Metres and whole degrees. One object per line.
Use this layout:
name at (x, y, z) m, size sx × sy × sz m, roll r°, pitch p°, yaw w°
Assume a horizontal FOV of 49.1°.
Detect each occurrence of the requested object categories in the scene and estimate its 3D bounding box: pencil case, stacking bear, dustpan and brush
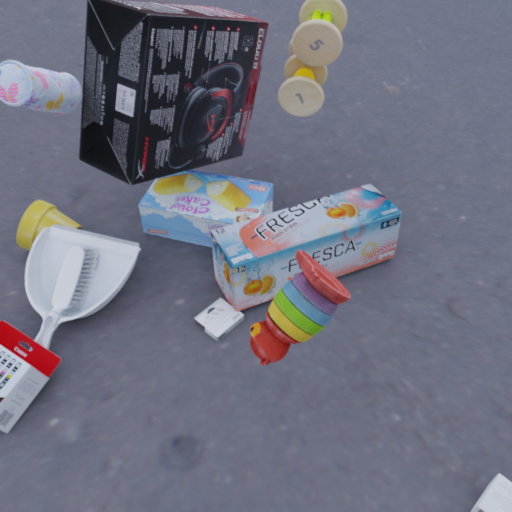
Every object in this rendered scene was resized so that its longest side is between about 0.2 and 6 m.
pencil case at (-3.401, -2.645, 8.816) m, size 0.714 × 0.654 × 1.574 m, roll 49°, pitch 16°, yaw -1°
stacking bear at (0.501, 0.856, 7.894) m, size 1.551 × 0.882 × 0.942 m, roll -49°, pitch 28°, yaw 12°
dustpan and brush at (-3.561, 0.834, 10.362) m, size 2.049 × 0.840 × 2.935 m, roll 13°, pitch 77°, yaw 9°

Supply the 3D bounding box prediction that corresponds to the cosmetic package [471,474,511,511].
cosmetic package at (3.463, 3.605, 7.975) m, size 0.539 × 0.539 × 0.653 m, roll 35°, pitch 56°, yaw 28°

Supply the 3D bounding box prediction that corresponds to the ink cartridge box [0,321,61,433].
ink cartridge box at (-4.366, 1.847, 9.317) m, size 1.636 × 0.686 × 1.437 m, roll 24°, pitch 67°, yaw 22°

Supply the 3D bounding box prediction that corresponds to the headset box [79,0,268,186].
headset box at (-1.382, -3.245, 10.832) m, size 1.454 × 2.882 × 3.877 m, roll 27°, pitch 31°, yaw 25°

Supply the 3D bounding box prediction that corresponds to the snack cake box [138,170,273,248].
snack cake box at (-1.047, -1.015, 12.146) m, size 2.564 × 0.862 × 1.475 m, roll 12°, pitch 46°, yaw 11°

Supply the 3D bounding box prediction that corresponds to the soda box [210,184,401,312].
soda box at (0.981, -0.221, 11.063) m, size 3.651 × 1.249 × 1.161 m, roll -18°, pitch 43°, yaw -18°

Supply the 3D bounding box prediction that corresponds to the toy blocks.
toy blocks at (1.192, -4.406, 11.258) m, size 0.931 × 2.137 × 2.564 m, roll 14°, pitch 52°, yaw -3°

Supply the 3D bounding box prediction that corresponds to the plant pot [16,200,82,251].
plant pot at (-4.225, -0.488, 11.618) m, size 1.000 × 1.063 × 1.063 m, roll 22°, pitch 48°, yaw -1°

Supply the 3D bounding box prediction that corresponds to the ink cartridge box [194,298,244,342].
ink cartridge box at (-0.696, 1.191, 10.541) m, size 0.625 × 0.157 × 0.720 m, roll 34°, pitch 54°, yaw 29°
